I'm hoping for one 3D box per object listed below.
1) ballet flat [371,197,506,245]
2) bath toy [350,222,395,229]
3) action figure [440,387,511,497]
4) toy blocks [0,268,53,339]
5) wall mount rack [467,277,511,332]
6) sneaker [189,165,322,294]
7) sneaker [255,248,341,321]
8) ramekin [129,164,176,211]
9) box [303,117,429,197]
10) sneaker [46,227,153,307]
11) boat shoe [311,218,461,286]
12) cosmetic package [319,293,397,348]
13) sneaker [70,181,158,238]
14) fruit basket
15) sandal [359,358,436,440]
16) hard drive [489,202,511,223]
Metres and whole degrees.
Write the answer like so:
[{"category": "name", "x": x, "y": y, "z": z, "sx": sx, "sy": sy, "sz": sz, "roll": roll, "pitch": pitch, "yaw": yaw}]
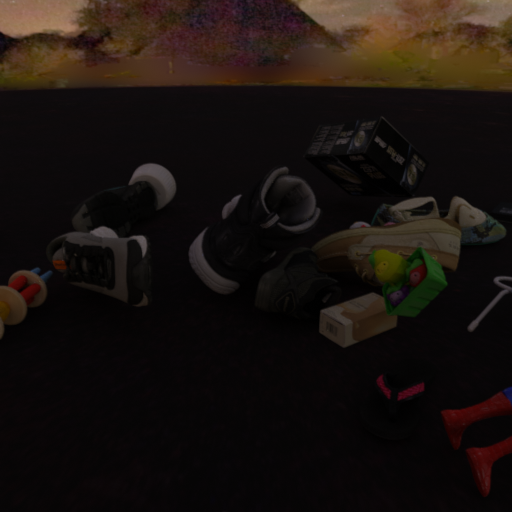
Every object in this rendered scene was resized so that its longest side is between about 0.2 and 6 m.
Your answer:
[{"category": "ballet flat", "x": 3.537, "y": -0.692, "z": 10.704, "sx": 2.636, "sy": 0.978, "sz": 0.978, "roll": -3, "pitch": 21, "yaw": -3}, {"category": "bath toy", "x": 2.491, "y": -0.325, "z": 10.114, "sx": 1.622, "sy": 0.705, "sz": 0.599, "roll": 5, "pitch": 33, "yaw": 5}, {"category": "action figure", "x": 3.307, "y": 1.595, "z": 5.177, "sx": 2.826, "sy": 1.399, "sz": 0.922, "roll": -22, "pitch": 25, "yaw": 4}, {"category": "toy blocks", "x": -3.784, "y": 0.573, "z": 7.945, "sx": 1.390, "sy": 0.606, "sz": 1.668, "roll": 4, "pitch": 22, "yaw": 8}, {"category": "wall mount rack", "x": 3.696, "y": 0.819, "z": 7.444, "sx": 1.374, "sy": 0.590, "sz": 1.582, "roll": -8, "pitch": 22, "yaw": -30}, {"category": "sneaker", "x": 0.266, "y": -0.662, "z": 9.174, "sx": 1.860, "sy": 1.233, "sz": 3.268, "roll": -37, "pitch": 8, "yaw": 29}, {"category": "sneaker", "x": 0.774, "y": 0.438, "z": 8.232, "sx": 1.067, "sy": 0.712, "sz": 1.863, "roll": 19, "pitch": 20, "yaw": 15}, {"category": "ramekin", "x": -2.408, "y": -1.527, "z": 12.801, "sx": 1.052, "sy": 1.052, "sz": 0.513, "roll": 2, "pitch": 29, "yaw": 6}, {"category": "box", "x": 2.429, "y": -2.148, "z": 12.547, "sx": 1.744, "sy": 0.917, "sz": 2.130, "roll": 34, "pitch": -11, "yaw": -30}, {"category": "sneaker", "x": -2.219, "y": 0.160, "z": 7.970, "sx": 1.064, "sy": 0.992, "sz": 2.683, "roll": -4, "pitch": 9, "yaw": -34}, {"category": "boat shoe", "x": 1.914, "y": 0.031, "z": 8.700, "sx": 2.468, "sy": 0.819, "sz": 0.913, "roll": -12, "pitch": -26, "yaw": 38}, {"category": "cosmetic package", "x": 1.388, "y": 0.849, "z": 7.563, "sx": 0.990, "sy": 0.352, "sz": 0.521, "roll": -15, "pitch": 27, "yaw": -33}, {"category": "sneaker", "x": -3.021, "y": -0.858, "z": 11.479, "sx": 1.060, "sy": 1.009, "sz": 2.675, "roll": -8, "pitch": 12, "yaw": 21}, {"category": "fruit basket", "x": 1.800, "y": 0.270, "z": 6.983, "sx": 0.897, "sy": 0.897, "sz": 0.647, "roll": 1, "pitch": 40, "yaw": 2}, {"category": "sandal", "x": 1.564, "y": 1.424, "z": 6.083, "sx": 0.605, "sy": 0.363, "sz": 1.610, "roll": 12, "pitch": 24, "yaw": 27}, {"category": "hard drive", "x": 5.703, "y": -0.964, "z": 12.482, "sx": 0.748, "sy": 0.176, "sz": 1.071, "roll": 14, "pitch": 25, "yaw": 31}]
